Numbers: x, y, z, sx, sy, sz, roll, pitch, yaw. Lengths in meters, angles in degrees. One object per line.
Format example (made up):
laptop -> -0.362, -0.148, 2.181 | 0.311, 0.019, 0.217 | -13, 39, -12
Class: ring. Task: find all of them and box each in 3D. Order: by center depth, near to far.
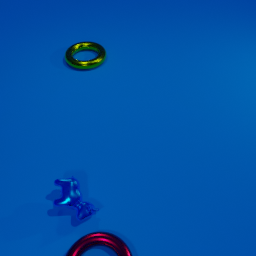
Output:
ring -> -0.585, 2.742, 5.474 | 1.431, 0.286, 1.431 | -1, 48, 1
ring -> -1.543, -2.669, 10.214 | 1.534, 0.307, 1.534 | 0, 49, 0

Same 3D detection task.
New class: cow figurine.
cow figurine -> -1.144, 1.561, 6.247 | 0.980, 0.546, 0.996 | -2, 75, 1
